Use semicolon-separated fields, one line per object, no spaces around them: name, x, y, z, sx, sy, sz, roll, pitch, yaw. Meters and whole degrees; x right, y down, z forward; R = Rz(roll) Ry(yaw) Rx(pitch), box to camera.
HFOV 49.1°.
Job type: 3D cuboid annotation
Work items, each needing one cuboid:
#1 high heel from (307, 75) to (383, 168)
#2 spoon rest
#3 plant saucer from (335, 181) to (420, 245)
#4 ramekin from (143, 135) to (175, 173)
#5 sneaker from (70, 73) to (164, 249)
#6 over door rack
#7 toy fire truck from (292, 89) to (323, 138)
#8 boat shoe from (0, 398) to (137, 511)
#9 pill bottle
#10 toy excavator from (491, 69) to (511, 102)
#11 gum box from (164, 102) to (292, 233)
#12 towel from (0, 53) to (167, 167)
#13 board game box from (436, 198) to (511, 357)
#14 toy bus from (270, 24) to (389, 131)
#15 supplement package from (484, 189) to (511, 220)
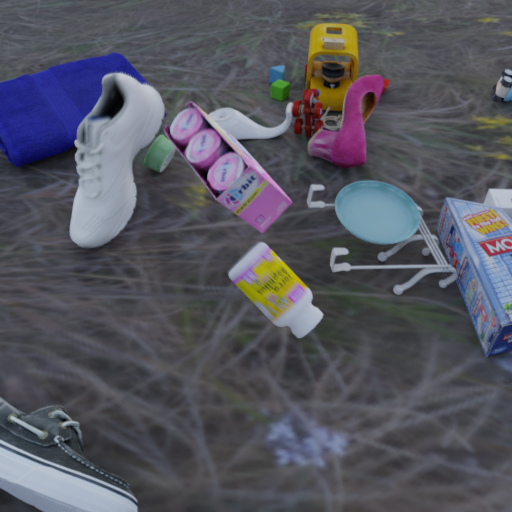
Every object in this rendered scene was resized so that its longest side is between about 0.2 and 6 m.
high heel;2.570;-3.178;13.017;1.471;1.033;3.067;22;54;33
spoon rest;-0.231;-3.162;13.490;2.335;0.708;1.160;-2;43;17
plant saucer;2.226;-0.775;10.387;1.581;0.217;1.581;3;50;-4
ramekin;-2.113;-2.232;12.370;0.387;0.792;0.792;31;49;-3
sneaker;-2.939;-1.844;10.648;1.282;1.499;3.441;14;86;19
over door rack;2.183;-0.267;10.273;2.555;0.851;1.888;8;42;-21
toy fire truck;1.304;-3.447;13.317;0.656;1.170;0.982;8;50;16
boat shoe;-2.922;2.510;7.426;3.394;1.223;1.203;16;52;18
pill bottle;0.331;0.556;8.655;1.481;0.772;0.772;46;55;-2
toy excavator;6.947;-4.416;14.726;1.239;0.619;1.204;24;51;5
gum box;-0.502;-1.466;8.917;0.715;1.227;2.162;-45;51;10
towel;-4.515;-3.566;13.673;3.887;0.963;2.870;-25;58;-23
board game box;4.740;0.046;10.050;2.993;0.923;2.992;-12;48;-11
toy bus;1.950;-4.871;14.446;2.742;1.501;2.905;-31;53;-27
supplement package;5.155;-0.915;11.213;1.013;0.606;0.614;1;46;1
